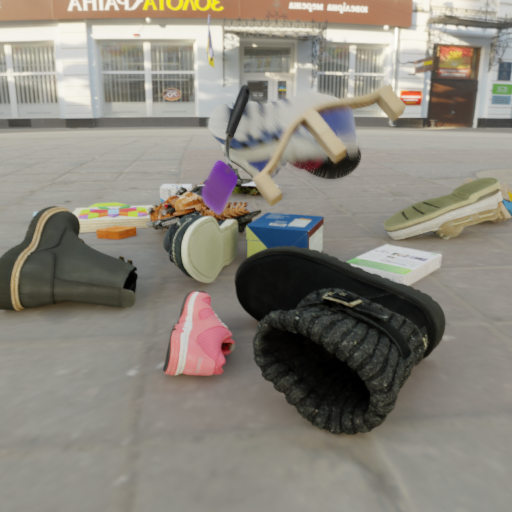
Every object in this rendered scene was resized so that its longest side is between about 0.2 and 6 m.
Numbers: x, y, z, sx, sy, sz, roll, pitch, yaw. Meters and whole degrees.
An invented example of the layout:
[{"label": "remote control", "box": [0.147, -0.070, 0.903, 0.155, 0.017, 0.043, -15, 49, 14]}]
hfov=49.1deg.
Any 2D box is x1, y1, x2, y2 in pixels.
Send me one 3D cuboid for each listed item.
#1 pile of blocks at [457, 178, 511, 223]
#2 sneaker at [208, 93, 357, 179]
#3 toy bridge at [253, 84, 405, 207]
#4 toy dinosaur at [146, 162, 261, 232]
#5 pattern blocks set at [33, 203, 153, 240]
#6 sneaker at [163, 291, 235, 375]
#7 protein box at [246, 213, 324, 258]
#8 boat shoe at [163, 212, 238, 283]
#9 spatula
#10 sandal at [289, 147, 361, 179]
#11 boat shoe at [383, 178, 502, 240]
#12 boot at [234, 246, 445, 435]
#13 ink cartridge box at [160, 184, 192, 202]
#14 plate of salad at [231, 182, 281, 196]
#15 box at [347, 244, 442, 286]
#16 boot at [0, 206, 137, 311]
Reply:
[{"label": "pile of blocks", "box": [6.014, -1.240, 14.604, 2.886, 1.185, 0.897, -3, -29, -43]}, {"label": "sneaker", "box": [0.607, -2.585, 12.641, 3.177, 1.283, 1.835, 0, -23, 2]}, {"label": "toy bridge", "box": [1.252, -2.250, 10.395, 3.162, 1.063, 0.430, -36, -12, -3]}, {"label": "toy dinosaur", "box": [-1.156, -0.912, 12.372, 2.177, 1.638, 3.207, -23, 36, -33]}, {"label": "pattern blocks set", "box": [-3.612, -0.981, 14.240, 3.897, 0.316, 3.425, -9, 18, -27]}, {"label": "sneaker", "box": [-0.655, 1.038, 7.171, 0.783, 0.665, 1.805, 14, 20, -2]}, {"label": "protein box", "box": [0.588, -0.289, 10.960, 1.239, 0.842, 1.248, 6, 17, 18]}, {"label": "boat shoe", "box": [-1.122, -0.236, 10.098, 1.031, 1.162, 3.110, 4, 12, 11]}, {"label": "spatula", "box": [-0.521, -2.213, 11.100, 0.289, 2.815, 0.795, -1, -23, 31]}, {"label": "sandal", "box": [1.028, -2.570, 13.295, 2.929, 1.100, 0.660, 23, 24, 18]}, {"label": "boat shoe", "box": [4.293, -0.845, 12.704, 2.721, 0.931, 1.017, -20, 22, 3]}, {"label": "boot", "box": [0.515, 0.792, 6.699, 3.117, 1.173, 2.330, 12, 20, 33]}, {"label": "ink cartridge box", "box": [-2.303, -1.724, 16.213, 0.857, 0.629, 0.626, 1, 16, 0]}, {"label": "plate of salad", "box": [-0.106, -2.176, 18.114, 1.837, 0.441, 1.837, 3, 6, 0]}, {"label": "box", "box": [2.562, 0.168, 10.425, 1.188, 0.299, 1.645, 13, 20, 38]}, {"label": "boot", "box": [-2.886, 0.090, 9.598, 2.081, 1.165, 3.008, 4, 29, -3]}]
